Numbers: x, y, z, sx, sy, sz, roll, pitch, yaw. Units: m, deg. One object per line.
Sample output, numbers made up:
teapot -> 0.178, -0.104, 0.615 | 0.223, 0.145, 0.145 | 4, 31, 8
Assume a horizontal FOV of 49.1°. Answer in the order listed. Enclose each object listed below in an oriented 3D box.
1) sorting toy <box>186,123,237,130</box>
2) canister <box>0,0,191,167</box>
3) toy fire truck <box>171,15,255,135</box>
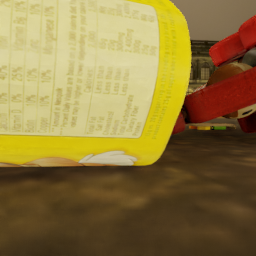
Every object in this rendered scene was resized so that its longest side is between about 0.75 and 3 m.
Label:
sorting toy -> 1.882, -0.046, 6.667 | 1.038, 0.189, 0.961 | 4, 2, -7
canister -> -1.119, -0.562, 1.613 | 2.495, 1.080, 1.853 | 2, 37, -19
toy fire truck -> 1.485, -0.495, 4.185 | 2.480, 1.656, 2.953 | -24, 2, 0
